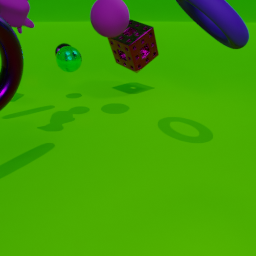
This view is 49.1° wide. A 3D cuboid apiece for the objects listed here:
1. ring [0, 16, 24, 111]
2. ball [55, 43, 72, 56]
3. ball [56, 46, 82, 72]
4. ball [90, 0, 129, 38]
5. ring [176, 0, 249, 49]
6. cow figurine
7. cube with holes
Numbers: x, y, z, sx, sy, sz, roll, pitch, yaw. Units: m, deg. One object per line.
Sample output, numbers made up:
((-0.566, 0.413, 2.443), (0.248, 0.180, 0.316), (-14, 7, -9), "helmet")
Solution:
((-2.585, -0.997, 4.650), (0.398, 1.990, 1.990), (23, 31, 23), "ring")
((-2.298, -2.722, 10.206), (0.710, 0.710, 0.710), (0, 23, 0), "ball")
((-1.777, -2.067, 8.444), (0.770, 0.770, 0.770), (0, 23, 0), "ball")
((-0.494, -3.007, 7.605), (1.068, 1.068, 1.068), (0, 23, 0), "ball")
((1.689, -2.335, 5.777), (1.928, 0.386, 1.928), (38, 17, -13), "ring")
((-2.330, -2.950, 6.017), (0.870, 1.560, 1.585), (11, 30, -18), "cow figurine")
((0.226, -3.308, 11.298), (1.320, 1.320, 1.320), (-42, 52, -18), "cube with holes")
